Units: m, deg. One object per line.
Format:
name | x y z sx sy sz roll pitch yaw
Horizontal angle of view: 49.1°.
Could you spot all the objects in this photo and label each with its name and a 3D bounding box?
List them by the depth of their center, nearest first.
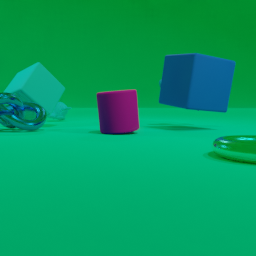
ring | 1.693 0.258 3.610 1.173 0.235 1.173 0 4 0
cylinder | -0.238 -0.407 6.761 0.966 0.966 0.966 -5 9 1
knot shape | -3.213 -0.428 7.412 1.665 0.822 1.779 4 -7 44
cube | 1.875 -1.249 7.819 1.396 1.396 1.396 3 10 -27
cube | -3.005 -1.103 8.904 1.215 1.215 1.215 -12 -45 37
cow figurine | 1.897 -1.194 9.560 1.465 1.442 0.804 -16 -13 -24
monkey head | -3.074 -0.749 12.062 1.297 0.782 0.933 14 5 28
